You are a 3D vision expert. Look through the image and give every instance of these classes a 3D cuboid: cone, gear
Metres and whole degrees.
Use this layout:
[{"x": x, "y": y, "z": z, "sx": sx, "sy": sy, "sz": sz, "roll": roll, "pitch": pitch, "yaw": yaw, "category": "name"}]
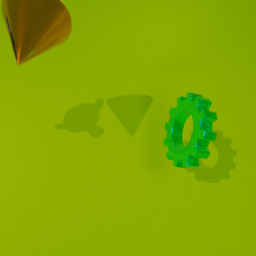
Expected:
[{"x": -1.890, "y": -1.665, "z": 5.324, "sx": 1.409, "sy": 1.409, "sz": 1.415, "roll": 3, "pitch": 54, "yaw": 1, "category": "cone"}, {"x": 1.372, "y": 0.065, "z": 6.466, "sx": 0.316, "sy": 1.707, "sz": 1.707, "roll": 10, "pitch": 64, "yaw": -20, "category": "gear"}]
